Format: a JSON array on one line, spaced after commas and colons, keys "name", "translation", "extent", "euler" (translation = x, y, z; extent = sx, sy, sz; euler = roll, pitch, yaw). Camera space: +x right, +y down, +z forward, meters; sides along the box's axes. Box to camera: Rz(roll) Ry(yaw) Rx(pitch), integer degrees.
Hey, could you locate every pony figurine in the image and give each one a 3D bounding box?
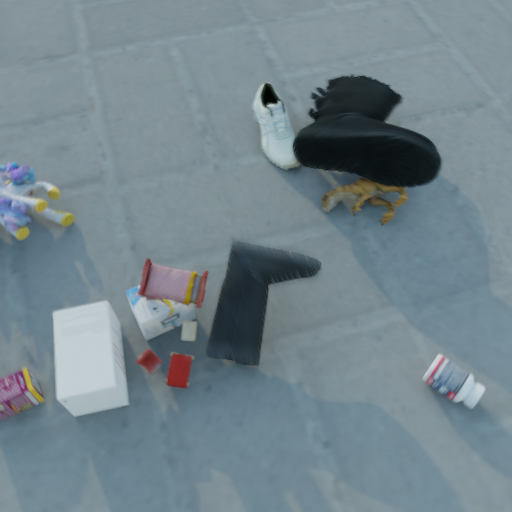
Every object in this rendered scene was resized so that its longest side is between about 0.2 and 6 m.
[{"name": "pony figurine", "translation": [-5.263, -1.171, 11.421], "extent": [2.314, 1.927, 2.234], "euler": [27, 29, 21]}]

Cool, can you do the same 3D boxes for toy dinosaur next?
[{"name": "toy dinosaur", "translation": [2.711, -1.518, 12.012], "extent": [2.674, 0.808, 1.420], "euler": [-21, 58, -14]}]

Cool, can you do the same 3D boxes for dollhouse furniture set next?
[{"name": "dollhouse furniture set", "translation": [-1.529, 1.178, 9.641], "extent": [1.105, 0.835, 2.054], "euler": [10, 82, -6]}]

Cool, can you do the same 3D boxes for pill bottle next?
[{"name": "pill bottle", "translation": [3.428, 2.190, 9.700], "extent": [0.925, 0.553, 0.553], "euler": [34, 63, 21]}]

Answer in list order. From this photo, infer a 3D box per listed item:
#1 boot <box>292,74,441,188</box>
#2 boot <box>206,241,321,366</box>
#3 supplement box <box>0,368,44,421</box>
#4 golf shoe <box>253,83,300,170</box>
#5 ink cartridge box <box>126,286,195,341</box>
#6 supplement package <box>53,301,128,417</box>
[{"name": "boot", "translation": [2.565, -2.841, 12.236], "extent": [3.288, 1.217, 2.694], "euler": [13, 46, 22]}, {"name": "boot", "translation": [0.120, 0.931, 9.987], "extent": [1.732, 0.690, 2.101], "euler": [10, 79, 16]}, {"name": "supplement box", "translation": [-4.192, 2.387, 9.560], "extent": [0.888, 0.581, 0.458], "euler": [-23, 58, -16]}, {"name": "golf shoe", "translation": [0.434, -2.969, 12.742], "extent": [0.818, 1.016, 2.090], "euler": [-20, 71, -9]}, {"name": "ink cartridge box", "translation": [-1.750, 0.915, 10.408], "extent": [1.032, 0.754, 0.757], "euler": [-24, 61, -16]}, {"name": "supplement package", "translation": [-2.861, 1.782, 9.700], "extent": [0.981, 0.969, 1.617], "euler": [-11, 58, -6]}]
